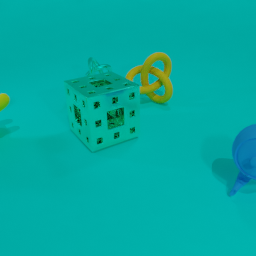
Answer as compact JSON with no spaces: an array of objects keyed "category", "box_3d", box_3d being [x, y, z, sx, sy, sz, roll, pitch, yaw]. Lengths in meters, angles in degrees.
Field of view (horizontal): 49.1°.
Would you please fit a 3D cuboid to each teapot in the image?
[{"category":"teapot","box_3d":[2.300,0.516,4.928,1.049,1.687,0.826,36,32,23]}]

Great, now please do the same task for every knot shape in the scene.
[{"category":"knot shape","box_3d":[-0.988,-1.860,9.548,1.041,1.112,0.514,-17,25,-40]},{"category":"knot shape","box_3d":[0.615,-1.461,8.383,1.410,1.507,0.696,-2,12,7]}]

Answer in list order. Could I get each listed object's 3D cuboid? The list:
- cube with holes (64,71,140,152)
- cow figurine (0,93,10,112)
[{"category":"cube with holes","box_3d":[-0.620,-0.469,6.803,1.320,1.320,1.320,-18,32,-28]},{"category":"cow figurine","box_3d":[-3.516,-0.395,6.323,0.920,1.649,1.676,52,8,12]}]
